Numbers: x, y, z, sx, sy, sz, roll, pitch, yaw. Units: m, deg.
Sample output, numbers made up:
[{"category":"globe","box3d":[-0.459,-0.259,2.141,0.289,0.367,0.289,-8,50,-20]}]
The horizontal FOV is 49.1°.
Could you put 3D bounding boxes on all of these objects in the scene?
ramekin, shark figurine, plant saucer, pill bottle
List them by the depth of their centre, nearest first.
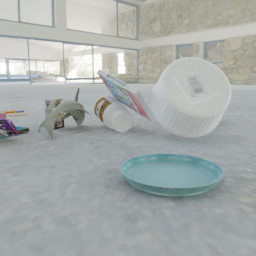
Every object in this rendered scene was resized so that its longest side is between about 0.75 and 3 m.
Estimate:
[{"category":"plant saucer","box3d":[0.690,0.743,4.562,1.643,0.225,1.643,0,10,0]},{"category":"ramekin","box3d":[1.663,-0.863,7.344,2.031,2.031,0.990,-2,-25,-8]},{"category":"shark figurine","box3d":[-1.614,-0.427,8.219,0.917,1.313,2.197,24,17,15]},{"category":"pill bottle","box3d":[-0.460,-0.435,8.750,0.831,0.831,1.453,-6,25,-27]}]

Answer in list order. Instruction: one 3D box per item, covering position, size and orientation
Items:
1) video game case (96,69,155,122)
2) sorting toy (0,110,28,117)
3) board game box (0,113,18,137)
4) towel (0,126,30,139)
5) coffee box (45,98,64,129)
[{"category":"video game case","box3d":[-0.080,-0.979,8.337,1.878,0.164,1.343,36,-12,40]},{"category":"sorting toy","box3d":[-5.007,-0.642,11.729,1.364,0.201,1.008,-7,13,-33]},{"category":"board game box","box3d":[-3.643,-0.015,6.945,1.507,0.243,0.905,-5,-31,-5]},{"category":"towel","box3d":[-3.765,0.088,8.162,1.454,0.158,1.066,4,11,26]},{"category":"coffee box","box3d":[-2.324,-0.464,8.878,0.374,0.937,0.536,4,12,20]}]
